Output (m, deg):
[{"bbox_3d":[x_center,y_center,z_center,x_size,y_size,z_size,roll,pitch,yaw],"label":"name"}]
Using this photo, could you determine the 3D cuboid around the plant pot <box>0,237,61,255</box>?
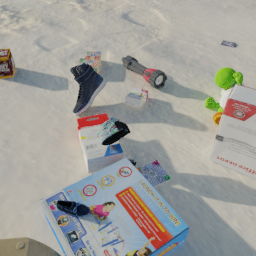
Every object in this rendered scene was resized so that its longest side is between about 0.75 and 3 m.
[{"bbox_3d":[-2.569,3.396,5.533,2.270,2.009,2.267,-3,42,-4],"label":"plant pot"}]

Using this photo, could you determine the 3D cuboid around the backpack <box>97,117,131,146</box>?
[{"bbox_3d":[-0.514,0.137,8.811,0.931,0.826,0.701,-41,70,14],"label":"backpack"}]

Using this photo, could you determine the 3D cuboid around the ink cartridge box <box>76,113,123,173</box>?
[{"bbox_3d":[-1.028,0.458,9.723,1.216,0.704,2.093,-11,44,-13],"label":"ink cartridge box"}]

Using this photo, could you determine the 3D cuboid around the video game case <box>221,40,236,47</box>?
[{"bbox_3d":[5.760,-4.821,16.045,0.759,0.072,0.542,20,46,19],"label":"video game case"}]

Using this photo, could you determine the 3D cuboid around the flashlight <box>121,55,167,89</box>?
[{"bbox_3d":[0.740,-2.690,13.214,0.846,0.843,2.490,-29,45,-21],"label":"flashlight"}]

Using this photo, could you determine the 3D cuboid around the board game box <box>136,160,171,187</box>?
[{"bbox_3d":[0.797,1.477,9.056,0.873,0.113,0.873,-19,45,-20],"label":"board game box"}]

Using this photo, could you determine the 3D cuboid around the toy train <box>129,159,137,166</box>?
[{"bbox_3d":[-0.428,1.369,9.066,1.533,0.261,0.351,-19,44,-20],"label":"toy train"}]

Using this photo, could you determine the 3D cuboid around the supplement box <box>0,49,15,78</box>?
[{"bbox_3d":[-5.932,-3.101,13.424,0.681,1.026,1.012,-7,43,-8],"label":"supplement box"}]

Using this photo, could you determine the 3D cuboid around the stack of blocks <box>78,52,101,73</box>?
[{"bbox_3d":[-1.899,-3.208,13.947,0.949,0.482,1.647,2,42,2],"label":"stack of blocks"}]

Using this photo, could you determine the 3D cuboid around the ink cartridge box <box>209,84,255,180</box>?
[{"bbox_3d":[3.789,0.183,8.679,1.872,2.550,1.057,22,43,21],"label":"ink cartridge box"}]

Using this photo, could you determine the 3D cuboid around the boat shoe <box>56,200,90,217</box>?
[{"bbox_3d":[-1.403,2.025,7.071,0.875,0.301,0.368,4,48,2],"label":"boat shoe"}]

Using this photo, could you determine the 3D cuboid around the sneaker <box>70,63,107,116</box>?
[{"bbox_3d":[-1.933,-1.638,11.224,0.787,1.495,2.069,0,51,49],"label":"sneaker"}]

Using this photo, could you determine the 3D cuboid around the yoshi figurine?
[{"bbox_3d":[3.977,-1.425,11.217,1.664,1.658,2.961,6,39,16],"label":"yoshi figurine"}]

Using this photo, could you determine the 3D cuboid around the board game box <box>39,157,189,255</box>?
[{"bbox_3d":[-0.427,2.475,7.432,2.821,0.805,2.882,-24,47,-25],"label":"board game box"}]

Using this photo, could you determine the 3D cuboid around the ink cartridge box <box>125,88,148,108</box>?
[{"bbox_3d":[0.382,-1.300,11.840,0.674,0.387,0.928,17,38,18],"label":"ink cartridge box"}]
